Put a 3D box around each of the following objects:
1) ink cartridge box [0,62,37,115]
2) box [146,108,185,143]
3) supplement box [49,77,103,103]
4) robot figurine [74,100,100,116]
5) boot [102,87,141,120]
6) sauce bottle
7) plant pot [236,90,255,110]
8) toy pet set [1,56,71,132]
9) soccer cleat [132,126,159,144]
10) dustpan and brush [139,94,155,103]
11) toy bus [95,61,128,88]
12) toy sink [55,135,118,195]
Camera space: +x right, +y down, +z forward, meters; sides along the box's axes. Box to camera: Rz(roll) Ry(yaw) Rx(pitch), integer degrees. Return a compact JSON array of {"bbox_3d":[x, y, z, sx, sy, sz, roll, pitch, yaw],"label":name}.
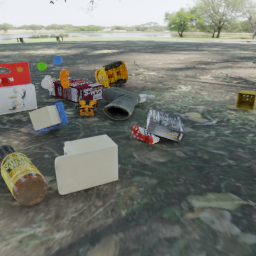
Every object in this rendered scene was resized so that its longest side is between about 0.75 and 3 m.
[{"bbox_3d":[-5.486,-1.751,12.560,2.459,2.167,0.550,-14,26,-30],"label":"ink cartridge box"},{"bbox_3d":[1.384,-0.135,10.480,1.329,0.406,1.678,16,22,-2],"label":"box"},{"bbox_3d":[-2.826,-2.065,15.081,2.743,0.835,1.493,17,27,34],"label":"supplement box"},{"bbox_3d":[-1.842,-0.940,12.816,1.138,0.457,1.570,-1,21,-3],"label":"robot figurine"},{"bbox_3d":[-0.607,-1.125,13.014,2.201,0.879,2.421,6,30,18],"label":"boot"},{"bbox_3d":[-2.941,1.112,7.402,0.829,0.829,2.512,-17,28,-35],"label":"sauce bottle"},{"bbox_3d":[5.680,-1.397,13.374,0.811,0.811,0.715,12,32,26],"label":"plant pot"},{"bbox_3d":[-2.984,-1.142,10.417,2.457,2.294,1.305,-16,5,13],"label":"toy pet set"},{"bbox_3d":[0.612,0.242,10.093,0.514,0.414,1.206,-6,25,-37],"label":"soccer cleat"},{"bbox_3d":[0.688,-1.575,14.360,1.657,0.474,1.157,19,29,38],"label":"dustpan and brush"},{"bbox_3d":[-1.336,-3.288,17.561,2.045,1.446,2.130,0,21,36],"label":"toy bus"},{"bbox_3d":[-1.185,0.926,7.494,1.644,1.071,0.921,-12,25,-24],"label":"toy sink"}]
